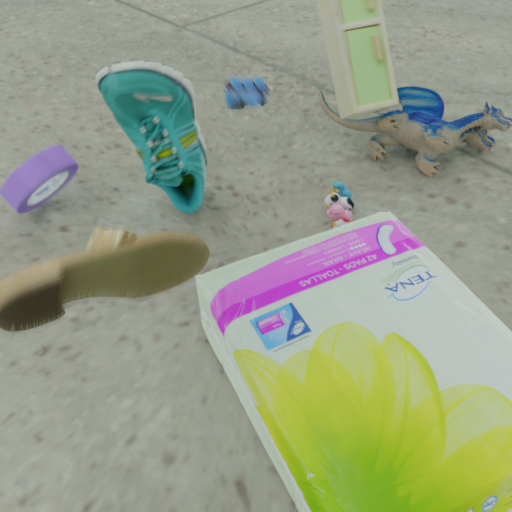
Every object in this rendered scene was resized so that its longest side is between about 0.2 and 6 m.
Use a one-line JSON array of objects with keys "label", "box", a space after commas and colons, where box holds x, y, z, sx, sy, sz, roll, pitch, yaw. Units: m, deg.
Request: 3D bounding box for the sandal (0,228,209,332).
[{"label": "sandal", "box": [-1.565, 0.006, 5.579, 2.263, 0.830, 0.744, -18, 52, -38]}]

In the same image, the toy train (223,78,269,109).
[{"label": "toy train", "box": [-0.163, -2.851, 9.855, 0.829, 0.359, 0.474, -7, 79, -20]}]

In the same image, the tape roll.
[{"label": "tape roll", "box": [-3.639, -1.281, 9.447, 0.421, 1.285, 1.285, 48, 53, -4]}]

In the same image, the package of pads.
[{"label": "package of pads", "box": [1.407, 1.339, 6.654, 3.062, 1.352, 3.963, -18, 47, -17]}]

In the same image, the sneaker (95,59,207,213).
[{"label": "sneaker", "box": [-1.379, -1.757, 8.629, 1.240, 3.201, 1.275, -11, 66, 10]}]

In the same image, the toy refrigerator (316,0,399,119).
[{"label": "toy refrigerator", "box": [1.845, -3.847, 10.236, 0.923, 2.432, 0.851, -14, 8, -8]}]

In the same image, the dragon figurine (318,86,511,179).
[{"label": "dragon figurine", "box": [3.065, -2.620, 11.061, 3.610, 1.062, 1.795, 20, 46, 17]}]

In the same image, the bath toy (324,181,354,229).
[{"label": "bath toy", "box": [1.427, -0.758, 9.551, 0.519, 0.441, 1.193, 2, 44, 3]}]
